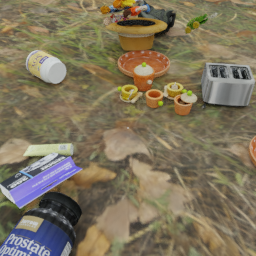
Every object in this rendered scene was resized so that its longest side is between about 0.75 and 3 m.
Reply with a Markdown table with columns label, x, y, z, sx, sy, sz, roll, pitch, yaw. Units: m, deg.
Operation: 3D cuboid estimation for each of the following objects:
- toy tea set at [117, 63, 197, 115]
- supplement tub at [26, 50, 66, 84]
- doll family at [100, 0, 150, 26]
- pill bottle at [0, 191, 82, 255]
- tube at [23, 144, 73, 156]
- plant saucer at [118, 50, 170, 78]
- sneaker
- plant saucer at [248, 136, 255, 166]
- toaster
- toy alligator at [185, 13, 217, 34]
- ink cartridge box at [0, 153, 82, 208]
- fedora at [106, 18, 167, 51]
| label | x | y | z | sx | sy | sz | roll | pitch | yaw |
| --- | --- | --- | --- | --- | --- | --- | --- | --- | --- |
| toy tea set | 1.102 | -1.472 | 9.853 | 2.818 | 1.043 | 1.676 | 17 | 44 | 19 |
| supplement tub | -3.182 | -2.364 | 10.911 | 1.376 | 1.001 | 1.001 | 29 | 49 | 30 |
| doll family | -0.294 | -4.418 | 10.283 | 1.279 | 0.928 | 2.060 | -28 | 20 | -31 |
| pill bottle | -1.754 | 2.340 | 5.356 | 1.202 | 1.202 | 2.149 | 12 | 42 | 13 |
| tube | -2.258 | 0.633 | 8.021 | 1.343 | 0.390 | 0.349 | -2 | 78 | 3 |
| plant saucer | 0.662 | -2.645 | 11.749 | 2.174 | 0.351 | 2.174 | 0 | 40 | 0 |
| sneaker | 1.469 | -5.949 | 14.997 | 1.711 | 1.142 | 2.987 | -9 | 45 | -12 |
| plant saucer | 4.339 | 0.822 | 7.787 | 1.894 | 0.306 | 1.894 | 0 | 40 | 0 |
| toaster | 3.453 | -1.520 | 9.909 | 1.604 | 1.053 | 1.774 | 5 | 42 | 7 |
| toy alligator | 2.688 | -4.088 | 10.683 | 1.570 | 0.377 | 0.520 | -19 | 26 | 53 |
| ink cartridge box | -2.148 | 1.168 | 6.768 | 1.618 | 0.354 | 1.634 | -31 | 19 | -31 |
| fedora | 0.376 | -4.224 | 12.768 | 2.952 | 1.204 | 2.952 | -1 | 30 | 0 |
